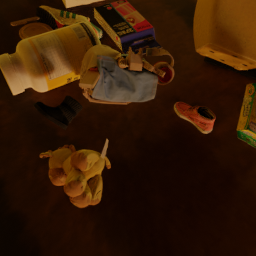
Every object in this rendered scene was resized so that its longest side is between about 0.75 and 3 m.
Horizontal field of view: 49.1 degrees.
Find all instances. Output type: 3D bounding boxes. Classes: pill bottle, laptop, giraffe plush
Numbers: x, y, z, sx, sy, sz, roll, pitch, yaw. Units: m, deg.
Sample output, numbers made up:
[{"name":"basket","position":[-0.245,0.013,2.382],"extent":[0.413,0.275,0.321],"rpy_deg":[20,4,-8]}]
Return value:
[{"name":"pill bottle","position":[-2.227,-1.982,8.203],"extent":[2.776,1.555,1.555],"rpy_deg":[-25,56,-19]},{"name":"laptop","position":[4.276,-3.074,9.129],"extent":[2.495,1.454,2.816],"rpy_deg":[25,56,19]},{"name":"giraffe plush","position":[-1.261,0.876,6.277],"extent":[1.299,1.383,1.602],"rpy_deg":[5,50,21]}]

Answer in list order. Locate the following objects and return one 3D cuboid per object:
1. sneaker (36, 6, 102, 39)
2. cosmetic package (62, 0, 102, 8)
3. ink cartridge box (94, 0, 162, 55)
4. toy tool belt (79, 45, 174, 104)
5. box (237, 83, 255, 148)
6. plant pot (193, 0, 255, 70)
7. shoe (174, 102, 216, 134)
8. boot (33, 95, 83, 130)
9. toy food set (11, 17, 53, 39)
[{"name":"sneaker","position":[-2.104,-3.663,10.068],"extent":[2.697,0.949,1.261],"rpy_deg":[32,41,25]},{"name":"cosmetic package","position":[-2.088,-6.518,11.511],"extent":[1.905,1.893,2.276],"rpy_deg":[-19,56,-14]},{"name":"ink cartridge box","position":[-0.052,-3.692,10.238],"extent":[1.372,0.537,2.898],"rpy_deg":[-22,58,-17]},{"name":"toy tool belt","position":[0.084,-1.319,7.485],"extent":[2.762,1.724,1.697],"rpy_deg":[0,25,-10]},{"name":"box","position":[3.249,-0.297,7.099],"extent":[0.867,0.357,1.478],"rpy_deg":[24,78,-28]},{"name":"plant pot","position":[3.377,-3.304,7.925],"extent":[2.839,2.858,2.923],"rpy_deg":[21,98,-3]},{"name":"shoe","position":[1.812,-0.443,7.623],"extent":[0.464,0.591,1.299],"rpy_deg":[-33,59,-23]},{"name":"boot","position":[-1.769,-0.541,7.113],"extent":[0.805,1.077,0.405],"rpy_deg":[-58,29,-10]},{"name":"toy food set","position":[-3.091,-3.054,9.663],"extent":[1.110,0.616,1.886],"rpy_deg":[-31,62,-26]}]
